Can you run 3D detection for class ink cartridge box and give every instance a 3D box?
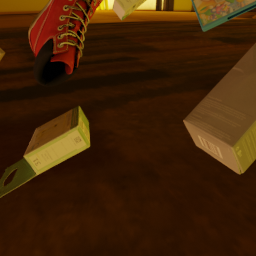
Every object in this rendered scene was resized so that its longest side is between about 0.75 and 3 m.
[{"bbox_3d":[0.112,-2.747,5.910,0.844,0.354,0.611,-40,8,-2],"label":"ink cartridge box"},{"bbox_3d":[-1.127,0.275,3.503,1.360,0.326,0.989,-28,20,0],"label":"ink cartridge box"}]

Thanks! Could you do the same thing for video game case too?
[{"bbox_3d":[2.806,-3.718,7.069,2.452,1.754,0.218,-21,-22,21],"label":"video game case"}]

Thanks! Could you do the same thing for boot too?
[{"bbox_3d":[-0.677,-1.681,4.069,0.809,2.236,1.613,25,30,-37],"label":"boot"}]

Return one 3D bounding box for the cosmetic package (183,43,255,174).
[{"bbox_3d":[1.086,-0.210,2.492,1.071,0.483,0.572,-43,42,-7],"label":"cosmetic package"}]

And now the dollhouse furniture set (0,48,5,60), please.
[{"bbox_3d":[-3.736,-2.254,7.582,1.111,1.056,0.905,43,27,-8],"label":"dollhouse furniture set"}]
